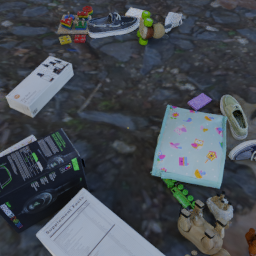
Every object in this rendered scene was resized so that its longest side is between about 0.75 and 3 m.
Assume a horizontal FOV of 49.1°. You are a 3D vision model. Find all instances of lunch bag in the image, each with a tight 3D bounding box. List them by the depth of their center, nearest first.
[{"bbox_3d":[1.806,0.639,8.198,1.959,1.403,2.300,11,50,10],"label":"lunch bag"}]

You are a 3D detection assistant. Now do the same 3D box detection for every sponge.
[{"bbox_3d":[2.634,-0.970,10.299,0.796,0.119,0.444,-32,58,-22],"label":"sponge"}]

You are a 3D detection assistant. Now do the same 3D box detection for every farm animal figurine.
[{"bbox_3d":[1.893,2.861,6.642,2.398,1.250,2.372,-12,37,-17],"label":"farm animal figurine"}]

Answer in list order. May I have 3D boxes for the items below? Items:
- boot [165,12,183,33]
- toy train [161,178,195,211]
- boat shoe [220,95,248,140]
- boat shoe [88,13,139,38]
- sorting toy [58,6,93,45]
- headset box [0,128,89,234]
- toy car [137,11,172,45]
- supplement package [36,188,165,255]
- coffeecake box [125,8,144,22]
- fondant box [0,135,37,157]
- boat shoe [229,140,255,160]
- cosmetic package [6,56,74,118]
[{"bbox_3d":[2.172,-4.983,13.154,0.728,0.560,1.523,9,51,15],"label":"boot"},{"bbox_3d":[1.459,1.837,8.013,0.388,0.287,1.375,-33,58,-13],"label":"toy train"},{"bbox_3d":[3.712,-0.499,9.624,0.691,0.596,1.921,-5,52,-4],"label":"boat shoe"},{"bbox_3d":[-0.646,-4.866,12.884,2.501,0.848,0.897,-14,53,-11],"label":"boat shoe"},{"bbox_3d":[-2.539,-4.992,13.207,1.395,0.489,2.894,2,53,2],"label":"sorting toy"},{"bbox_3d":[-2.214,1.362,7.273,2.319,2.019,1.076,-27,56,-21],"label":"headset box"},{"bbox_3d":[1.220,-4.377,12.405,1.389,1.141,1.096,0,51,-13],"label":"toy car"},{"bbox_3d":[-0.512,2.940,6.369,2.679,1.467,1.524,34,59,24],"label":"supplement package"},{"bbox_3d":[0.412,-5.495,13.707,0.905,0.331,0.695,19,54,14],"label":"coffeecake box"},{"bbox_3d":[-3.200,1.009,8.140,1.493,1.077,0.435,-34,59,-24],"label":"fondant box"},{"bbox_3d":[3.979,0.795,8.586,1.637,0.611,0.759,-17,46,-14],"label":"boat shoe"},{"bbox_3d":[-3.223,-1.623,10.477,1.058,0.649,2.563,21,55,17],"label":"cosmetic package"}]
